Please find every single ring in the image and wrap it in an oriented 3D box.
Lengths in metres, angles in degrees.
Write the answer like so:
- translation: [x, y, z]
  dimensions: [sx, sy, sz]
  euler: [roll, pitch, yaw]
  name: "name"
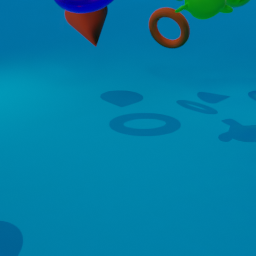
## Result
- translation: [-1.103, -3.932, 7.519]
  dimensions: [2.051, 0.410, 2.051]
  euler: [-3, 67, 8]
  name: "ring"
- translation: [1.300, -3.156, 8.931]
  dimensions: [1.403, 1.403, 0.281]
  euler: [17, 57, 28]
  name: "ring"

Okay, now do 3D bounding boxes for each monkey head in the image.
- translation: [1.868, -3.333, 7.322]
  dimensions: [1.764, 1.063, 1.269]
  euler: [-9, 6, -22]
  name: "monkey head"

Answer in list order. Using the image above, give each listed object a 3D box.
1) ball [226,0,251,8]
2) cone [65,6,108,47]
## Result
- translation: [3.632, -4.713, 9.314]
  dimensions: [1.311, 1.311, 1.311]
  euler: [0, 30, 0]
  name: "ball"
- translation: [-1.225, -3.285, 9.307]
  dimensions: [1.485, 1.485, 1.491]
  euler: [-10, 67, -16]
  name: "cone"
